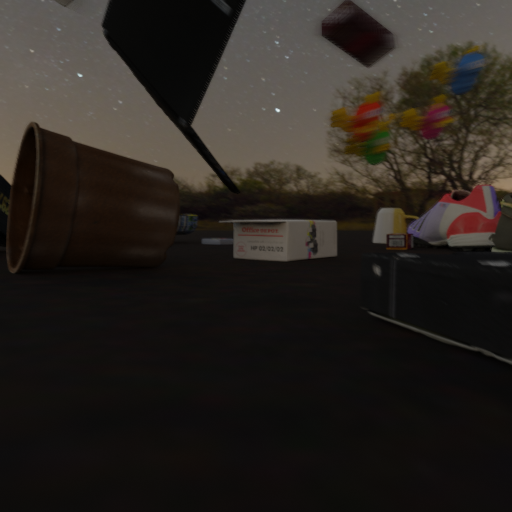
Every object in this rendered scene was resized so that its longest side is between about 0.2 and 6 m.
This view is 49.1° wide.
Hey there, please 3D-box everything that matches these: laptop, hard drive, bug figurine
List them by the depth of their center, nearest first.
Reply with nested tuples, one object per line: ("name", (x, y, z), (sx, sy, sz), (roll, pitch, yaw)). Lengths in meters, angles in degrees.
("hard drive", (1.294, 0.177, 2.028), (1.223, 0.331, 1.750), (-1, 3, -16))
("laptop", (-0.987, -2.960, 8.596), (1.622, 2.784, 3.141), (-39, -28, 2))
("bug figurine", (2.402, -2.202, 8.722), (2.521, 0.649, 1.955), (-26, -19, -4))

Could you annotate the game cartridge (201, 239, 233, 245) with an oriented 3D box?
("game cartridge", (-0.923, -0.336, 13.167), (0.515, 0.158, 0.774), (-8, 7, -39))

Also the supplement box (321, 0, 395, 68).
("supplement box", (1.478, -3.204, 8.119), (1.002, 0.305, 0.546), (21, -33, -34))

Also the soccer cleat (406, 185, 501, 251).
("soccer cleat", (3.668, -0.683, 10.504), (1.033, 1.108, 3.028), (0, 3, -4))

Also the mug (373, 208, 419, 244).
("mug", (3.427, -0.740, 13.862), (1.056, 0.867, 0.846), (0, 3, -6))

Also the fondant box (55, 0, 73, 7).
("fondant box", (-1.609, -2.982, 5.168), (0.918, 1.272, 0.370), (41, -11, 25))

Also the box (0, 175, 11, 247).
("box", (-5.601, -1.045, 8.555), (3.525, 0.899, 2.780), (9, -13, -5))

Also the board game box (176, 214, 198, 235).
("board game box", (-3.149, -0.695, 14.166), (2.392, 0.738, 2.390), (3, 5, 37))

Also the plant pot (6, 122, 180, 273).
("plant pot", (-1.598, -0.472, 5.555), (1.407, 1.422, 1.422), (7, -1, -31))

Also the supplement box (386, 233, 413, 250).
("supplement box", (2.697, -0.272, 10.496), (0.379, 0.294, 0.686), (1, 3, 25))

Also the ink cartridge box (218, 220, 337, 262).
("ink cartridge box", (0.307, -0.217, 7.391), (0.886, 0.522, 1.538), (2, 4, 38))

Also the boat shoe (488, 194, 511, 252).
("boat shoe", (3.139, -0.245, 5.254), (0.971, 0.812, 2.716), (0, 3, -9))
